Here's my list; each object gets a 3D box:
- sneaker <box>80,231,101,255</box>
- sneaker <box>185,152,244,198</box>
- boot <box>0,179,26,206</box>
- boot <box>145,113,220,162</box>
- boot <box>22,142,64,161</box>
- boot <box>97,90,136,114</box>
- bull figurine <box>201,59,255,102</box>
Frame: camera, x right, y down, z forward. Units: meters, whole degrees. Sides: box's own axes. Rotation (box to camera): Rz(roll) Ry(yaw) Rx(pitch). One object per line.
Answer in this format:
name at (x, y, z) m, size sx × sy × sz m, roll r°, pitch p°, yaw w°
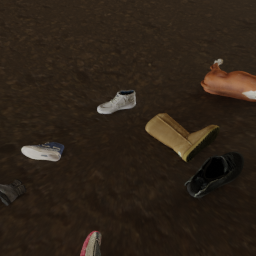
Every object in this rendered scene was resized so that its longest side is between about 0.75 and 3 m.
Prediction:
sneaker at (-0.577, 2.834, 5.199) m, size 0.664 × 0.717 × 1.778 m, roll 6°, pitch 49°, yaw -16°
sneaker at (2.156, 1.014, 6.624) m, size 2.215 × 1.155 × 0.665 m, roll -28°, pitch 65°, yaw -23°
boot at (-2.974, 1.451, 6.899) m, size 0.901 × 0.314 × 0.593 m, roll 36°, pitch 50°, yaw 18°
boot at (1.534, 0.023, 8.004) m, size 1.443 × 0.545 × 1.648 m, roll -36°, pitch 51°, yaw -15°
boot at (-2.332, 0.598, 7.745) m, size 1.072 × 0.390 × 0.484 m, roll 12°, pitch 37°, yaw 2°
boot at (-0.377, -0.900, 9.079) m, size 1.300 × 0.621 × 0.478 m, roll -15°, pitch 46°, yaw -15°
bull figurine at (3.993, -1.460, 9.464) m, size 2.896 × 0.943 × 1.758 m, roll 18°, pitch 43°, yaw 15°
